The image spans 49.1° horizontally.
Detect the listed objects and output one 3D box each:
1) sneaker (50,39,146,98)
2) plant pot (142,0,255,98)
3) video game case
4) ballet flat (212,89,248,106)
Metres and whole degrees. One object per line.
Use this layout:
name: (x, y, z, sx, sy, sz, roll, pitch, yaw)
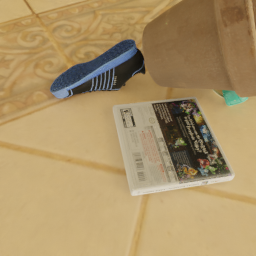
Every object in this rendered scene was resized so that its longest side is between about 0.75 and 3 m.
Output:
sneaker: (-0.803, -1.390, 7.939, 2.764, 1.077, 0.969, -24, 43, 10)
plant pot: (1.826, -2.054, 6.799, 2.615, 2.998, 2.998, -7, 46, 30)
video game case: (0.975, 0.294, 6.860, 2.347, 0.301, 2.581, -7, 50, -8)
ballet flat: (2.637, -1.570, 8.114, 0.813, 0.777, 2.309, -35, 52, 26)
